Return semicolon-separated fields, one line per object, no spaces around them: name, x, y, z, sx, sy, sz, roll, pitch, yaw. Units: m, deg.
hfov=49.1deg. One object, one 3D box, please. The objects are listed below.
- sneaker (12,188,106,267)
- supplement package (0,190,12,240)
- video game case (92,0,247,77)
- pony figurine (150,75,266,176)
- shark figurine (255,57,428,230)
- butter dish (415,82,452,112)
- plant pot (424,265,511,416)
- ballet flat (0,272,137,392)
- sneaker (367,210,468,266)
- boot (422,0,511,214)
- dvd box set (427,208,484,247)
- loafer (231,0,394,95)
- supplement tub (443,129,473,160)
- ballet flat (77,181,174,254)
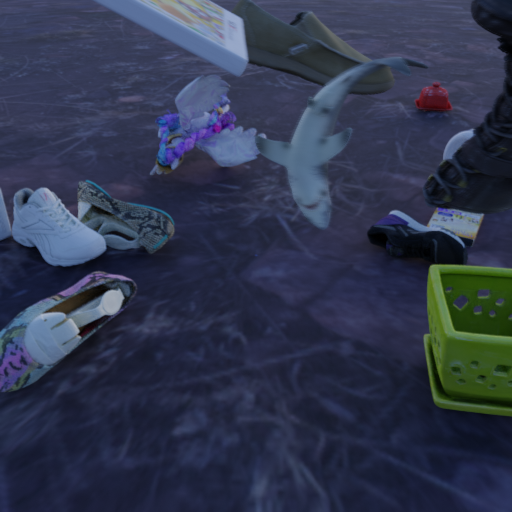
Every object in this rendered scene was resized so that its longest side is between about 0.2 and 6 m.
sneaker;-3.459;-0.561;9.482;2.198;1.092;0.856;19;36;28
supplement package;-5.601;-0.838;9.523;1.499;1.510;1.989;23;39;33
video game case;-0.848;-2.257;4.947;1.637;0.187;1.490;22;31;-18
pony figurine;-1.278;-2.972;12.950;2.556;2.205;2.648;-27;30;19
shark figurine;0.752;-1.237;5.357;1.060;1.774;0.740;36;11;25
butter dish;5.315;-4.779;16.681;1.036;0.768;1.039;5;32;9
plant pot;2.754;1.053;6.648;1.439;1.312;1.446;5;32;7
ballet flat;-2.434;0.861;7.349;0.851;0.827;2.393;-12;19;33
sneaker;2.625;-0.130;9.356;0.789;0.682;1.801;-28;33;-22
boot;2.717;-1.415;6.018;3.031;2.639;1.049;6;51;-29
dvd box set;3.693;-0.586;10.411;0.861;0.173;1.177;15;34;22
loafer;0.996;-3.796;10.175;3.404;1.148;1.294;12;24;-9
supplement tub;5.012;-2.172;11.953;1.719;1.246;1.246;-19;36;-28
ballet flat;-2.600;-0.663;10.057;2.519;0.854;0.948;23;65;31
